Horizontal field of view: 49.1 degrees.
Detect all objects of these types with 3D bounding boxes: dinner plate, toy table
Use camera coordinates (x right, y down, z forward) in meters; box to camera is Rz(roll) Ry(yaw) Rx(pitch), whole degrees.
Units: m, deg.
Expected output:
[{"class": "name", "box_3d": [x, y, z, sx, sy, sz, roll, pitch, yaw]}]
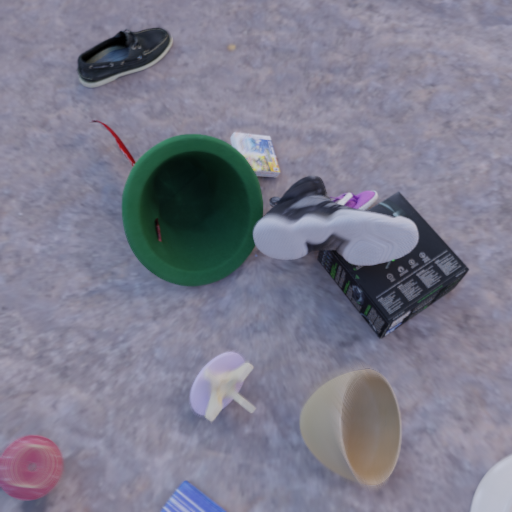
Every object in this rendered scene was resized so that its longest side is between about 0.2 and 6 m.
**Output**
[{"class": "dinner plate", "box_3d": [4.613, 4.319, 8.524, 2.623, 0.318, 2.623, 0, 64, 1]}, {"class": "toy table", "box_3d": [-0.529, 2.157, 9.139, 1.063, 0.677, 1.156, 31, 82, -19]}]

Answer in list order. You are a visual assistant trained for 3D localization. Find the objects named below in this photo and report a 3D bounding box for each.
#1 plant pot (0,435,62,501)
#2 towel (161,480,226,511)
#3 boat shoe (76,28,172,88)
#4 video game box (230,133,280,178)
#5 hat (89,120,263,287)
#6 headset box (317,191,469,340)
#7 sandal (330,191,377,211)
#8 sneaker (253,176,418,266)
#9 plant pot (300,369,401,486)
[{"class": "plant pot", "box_3d": [-3.350, 3.128, 8.319, 0.935, 0.837, 0.935, 9, 65, -19]}, {"class": "towel", "box_3d": [-1.146, 4.353, 8.563, 1.056, 0.174, 1.458, 34, 69, 15]}, {"class": "boat shoe", "box_3d": [-2.930, -4.582, 12.397, 2.314, 0.767, 0.865, -27, 68, -12]}, {"class": "video game box", "box_3d": [-0.021, -2.045, 11.356, 0.855, 0.220, 0.938, -2, 63, -25]}, {"class": "hat", "box_3d": [-1.562, -1.241, 11.056, 2.587, 2.749, 3.123, -12, 107, -18]}, {"class": "headset box", "box_3d": [2.352, 0.100, 10.104, 1.802, 0.960, 2.069, -32, 69, -13]}, {"class": "sandal", "box_3d": [1.470, -0.884, 10.645, 1.905, 0.775, 0.468, -28, 112, -11]}, {"class": "sneaker", "box_3d": [1.360, -0.692, 9.541, 2.680, 1.011, 1.525, 1, 41, 13]}, {"class": "plant pot", "box_3d": [1.330, 2.597, 8.606, 1.100, 1.638, 1.638, -14, 55, 43]}]
